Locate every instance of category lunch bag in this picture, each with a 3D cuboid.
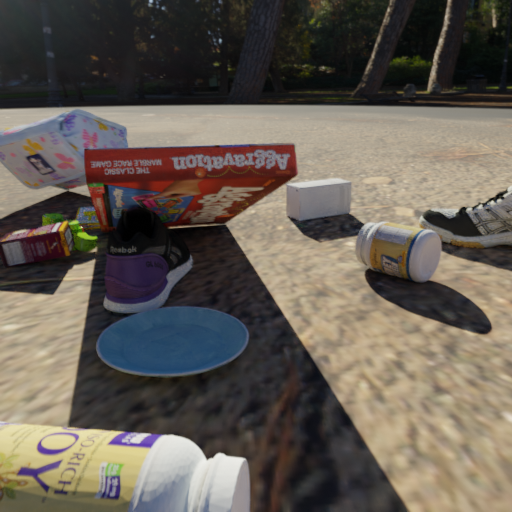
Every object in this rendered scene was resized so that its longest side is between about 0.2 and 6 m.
[{"bbox_3d":[-4.302,-2.305,12.419,2.011,1.508,2.372,-9,-7,22],"label":"lunch bag"}]

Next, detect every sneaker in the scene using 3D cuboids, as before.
[{"bbox_3d":[-1.423,-0.196,7.735,0.976,1.128,2.576,0,18,0],"label":"sneaker"},{"bbox_3d":[4.076,-0.716,9.302,2.626,1.151,0.993,8,22,28],"label":"sneaker"}]

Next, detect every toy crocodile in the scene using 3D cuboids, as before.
[{"bbox_3d":[-3.198,-0.416,9.453,1.419,0.479,0.438,20,25,41],"label":"toy crocodile"}]

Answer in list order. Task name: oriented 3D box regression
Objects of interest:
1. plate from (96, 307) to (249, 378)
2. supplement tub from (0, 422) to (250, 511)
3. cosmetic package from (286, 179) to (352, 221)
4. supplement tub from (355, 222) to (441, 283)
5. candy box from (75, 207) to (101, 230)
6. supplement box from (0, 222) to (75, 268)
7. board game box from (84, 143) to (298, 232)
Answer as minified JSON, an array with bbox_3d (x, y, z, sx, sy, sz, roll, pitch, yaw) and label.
[{"bbox_3d":[-0.856,0.923,5.866,1.569,0.201,1.569,-1,18,0],"label":"plate"},{"bbox_3d":[-0.837,1.454,2.840,1.510,1.098,1.098,2,19,6],"label":"supplement tub"},{"bbox_3d":[1.272,-1.155,11.335,1.280,0.688,0.543,-8,19,-27],"label":"cosmetic package"},{"bbox_3d":[2.019,-0.079,8.006,1.028,0.744,0.744,16,24,42],"label":"supplement tub"},{"bbox_3d":[-3.179,-0.750,10.935,0.629,0.162,1.230,-2,19,-12],"label":"candy box"},{"bbox_3d":[-3.355,-0.176,8.581,0.981,0.420,0.541,-12,20,-5],"label":"supplement box"},{"bbox_3d":[-1.184,-0.861,8.296,2.347,0.443,4.560,-6,-3,-14],"label":"board game box"}]
